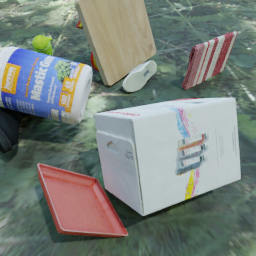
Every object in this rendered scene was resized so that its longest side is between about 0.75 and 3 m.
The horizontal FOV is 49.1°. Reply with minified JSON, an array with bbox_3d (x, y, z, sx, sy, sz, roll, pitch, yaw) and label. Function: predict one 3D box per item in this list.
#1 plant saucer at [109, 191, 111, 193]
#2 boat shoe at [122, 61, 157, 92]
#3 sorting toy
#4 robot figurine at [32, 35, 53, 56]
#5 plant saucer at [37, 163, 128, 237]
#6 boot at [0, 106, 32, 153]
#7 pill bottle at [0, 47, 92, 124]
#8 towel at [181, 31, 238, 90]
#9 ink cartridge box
[{"bbox_3d":[-0.092,1.179,5.868,0.768,0.138,0.768,-1,34,1],"label":"plant saucer"},{"bbox_3d":[0.311,-1.684,9.302,0.585,0.573,1.643,-3,34,51],"label":"boat shoe"},{"bbox_3d":[-0.477,-3.263,9.491,0.944,2.712,2.695,12,42,43],"label":"sorting toy"},{"bbox_3d":[-3.150,-2.978,10.346,0.608,1.050,0.921,36,73,12],"label":"robot figurine"},{"bbox_3d":[-0.866,1.351,4.974,1.484,0.272,1.481,27,17,-44],"label":"plant saucer"},{"bbox_3d":[-2.623,-0.587,7.113,2.200,1.000,2.618,-32,33,-23],"label":"boot"},{"bbox_3d":[-2.155,-1.010,6.293,2.485,1.393,1.393,13,38,-4],"label":"pill bottle"},{"bbox_3d":[2.646,-2.222,9.098,2.147,1.547,0.244,-27,54,-31],"label":"towel"},{"bbox_3d":[0.693,0.343,5.191,2.160,1.562,1.570,-11,10,-26],"label":"ink cartridge box"}]
